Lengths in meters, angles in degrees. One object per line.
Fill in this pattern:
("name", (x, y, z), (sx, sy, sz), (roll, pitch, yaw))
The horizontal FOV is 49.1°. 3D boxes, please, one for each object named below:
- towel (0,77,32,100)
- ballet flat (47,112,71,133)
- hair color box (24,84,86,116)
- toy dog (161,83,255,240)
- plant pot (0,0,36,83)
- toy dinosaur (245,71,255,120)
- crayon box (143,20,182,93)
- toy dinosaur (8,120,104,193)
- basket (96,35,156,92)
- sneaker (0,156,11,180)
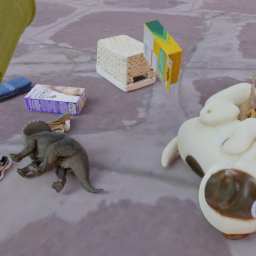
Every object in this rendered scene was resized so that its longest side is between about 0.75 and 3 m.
("towel", (-4.152, -1.379, 9.887), (1.399, 0.339, 0.781), (-32, 46, -34))
("ballet flat", (-1.959, -0.067, 8.001), (0.472, 0.443, 1.306), (42, 30, 7))
("hair color box", (-2.325, -0.933, 9.112), (1.722, 0.558, 0.941), (7, 36, 6))
("toy dog", (2.040, 0.721, 5.764), (2.760, 1.986, 2.847), (-10, 36, 10))
("plant pot", (-2.169, -1.371, 3.997), (1.502, 1.502, 1.427), (-1, 64, -2))
("toy dinosaur", (2.535, -0.438, 5.766), (0.394, 1.303, 0.692), (-12, 46, 1))
("crayon box", (0.934, -1.906, 7.425), (0.441, 1.076, 1.711), (-18, 55, -11))
("toy dinosaur", (-1.745, 0.578, 6.616), (2.919, 1.123, 1.493), (15, 50, 25))
("basket", (-0.117, -2.525, 10.582), (1.476, 1.343, 2.177), (-22, 41, -28))
("sneaker", (-3.126, 0.960, 6.742), (0.301, 0.324, 0.750), (3, 37, 7))
